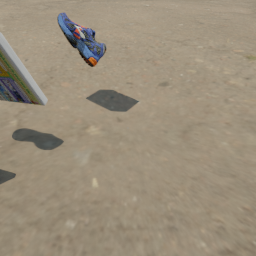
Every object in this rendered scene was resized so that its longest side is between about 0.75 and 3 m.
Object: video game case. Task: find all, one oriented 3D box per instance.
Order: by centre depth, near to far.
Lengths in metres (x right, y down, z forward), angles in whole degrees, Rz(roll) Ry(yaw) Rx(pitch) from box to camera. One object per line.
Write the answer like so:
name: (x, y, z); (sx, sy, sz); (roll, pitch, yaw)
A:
video game case: (-2.645, -1.103, 5.420); (1.636, 1.797, 0.198); (8, 60, 18)

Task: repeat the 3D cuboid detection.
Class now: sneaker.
sneaker: (-1.136, -2.252, 6.929); (0.647, 0.622, 1.650); (-38, 80, -6)
